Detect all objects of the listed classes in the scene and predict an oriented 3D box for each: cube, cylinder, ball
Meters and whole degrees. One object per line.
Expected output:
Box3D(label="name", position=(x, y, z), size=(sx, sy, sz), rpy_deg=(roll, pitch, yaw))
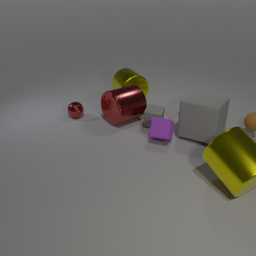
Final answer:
Box3D(label="cube", position=(1.046, -0.465, 11.232), size=(0.700, 0.700, 0.700), rpy_deg=(12, 36, 14))
Box3D(label="cylinder", position=(3.019, 0.914, 7.686), size=(1.400, 1.400, 1.400), rpy_deg=(-16, 54, -27))
Box3D(label="cylinder", position=(0.102, -2.027, 13.462), size=(1.400, 1.400, 1.400), rpy_deg=(-11, 30, -19))
Box3D(label="cube", position=(1.231, 0.044, 10.115), size=(0.700, 0.700, 0.700), rpy_deg=(7, -6, 20))
Box3D(label="cube", position=(2.782, -0.404, 10.341), size=(1.400, 1.400, 1.400), rpy_deg=(15, 27, 29))
Box3D(label="ball", position=(-2.232, -0.774, 11.937), size=(0.700, 0.700, 0.700), rpy_deg=(0, 29, 0))
Box3D(label="cylinder", position=(-0.183, -0.964, 11.529), size=(1.400, 1.400, 1.400), rpy_deg=(-20, 34, -32))
Box3D(label="ball", position=(4.646, -0.227, 10.305), size=(0.700, 0.700, 0.700), rpy_deg=(0, 29, 0))
